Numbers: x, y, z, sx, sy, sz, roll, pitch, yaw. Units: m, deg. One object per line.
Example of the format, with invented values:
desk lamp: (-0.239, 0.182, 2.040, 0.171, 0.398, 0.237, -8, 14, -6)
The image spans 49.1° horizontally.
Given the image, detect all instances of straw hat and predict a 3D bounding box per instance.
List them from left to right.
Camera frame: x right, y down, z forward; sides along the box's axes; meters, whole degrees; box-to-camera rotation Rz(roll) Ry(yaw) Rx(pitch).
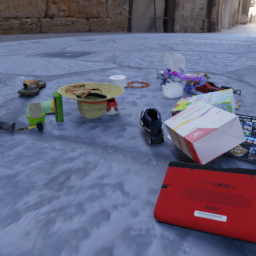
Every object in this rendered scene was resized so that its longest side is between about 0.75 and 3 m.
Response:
straw hat: (-1.365, -0.951, 10.588, 2.499, 1.058, 2.499, 1, 23, 0)

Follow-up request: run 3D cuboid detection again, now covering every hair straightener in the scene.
hair straightener: (4.345, -1.956, 13.371, 1.108, 0.589, 2.881, -11, 19, -24)

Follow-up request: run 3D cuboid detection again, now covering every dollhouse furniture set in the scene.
dollhouse furniture set: (-3.235, -0.965, 10.693, 1.296, 0.993, 1.978, -8, 25, -17)

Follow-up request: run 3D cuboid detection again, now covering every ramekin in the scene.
ramekin: (-0.545, -2.447, 14.716, 0.992, 0.483, 0.992, -3, 25, 1)

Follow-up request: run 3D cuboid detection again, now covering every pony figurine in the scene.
pony figurine: (2.419, -2.436, 13.427, 2.412, 2.080, 2.498, 1, 7, -21)

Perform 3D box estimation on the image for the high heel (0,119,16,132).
high heel: (-4.708, 0.003, 8.438, 1.679, 0.841, 2.356, 10, 10, 2)

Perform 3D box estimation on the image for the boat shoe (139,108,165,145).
boat shoe: (0.739, -0.351, 8.878, 0.721, 0.895, 1.931, -11, 31, -6)

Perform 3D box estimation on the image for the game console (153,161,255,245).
game console: (1.975, 1.416, 5.725, 2.277, 1.351, 1.962, 1, 52, 33)

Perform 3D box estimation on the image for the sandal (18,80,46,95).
sandal: (-4.693, -2.119, 13.795, 0.975, 0.651, 2.386, 3, 24, 7)

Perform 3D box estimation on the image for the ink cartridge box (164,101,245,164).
ink cartridge box: (1.946, 0.005, 7.912, 1.368, 0.792, 2.348, -29, 21, -5)

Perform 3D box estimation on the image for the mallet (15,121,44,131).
mallet: (-3.305, -0.045, 9.353, 0.954, 0.314, 0.196, -3, 25, 3)

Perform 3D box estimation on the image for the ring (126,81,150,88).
ring: (0.509, -2.354, 15.016, 1.333, 0.128, 1.333, 0, 24, 0)

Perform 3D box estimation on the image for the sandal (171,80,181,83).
sandal: (2.813, -2.496, 15.134, 1.073, 0.437, 0.264, -1, -17, -2)

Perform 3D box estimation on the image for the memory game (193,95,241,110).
memory game: (3.713, -1.132, 12.158, 2.266, 0.144, 2.266, 0, 23, 0)

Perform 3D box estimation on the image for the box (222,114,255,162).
box: (4.161, 0.347, 8.179, 2.407, 0.598, 2.389, 11, 26, 23)

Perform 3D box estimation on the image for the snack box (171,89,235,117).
snack box: (2.709, -0.732, 9.957, 1.991, 0.674, 1.679, -8, 19, 24)

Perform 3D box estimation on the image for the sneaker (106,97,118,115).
sneaker: (-0.658, -1.041, 11.298, 0.593, 0.654, 1.541, -4, 24, -9)
